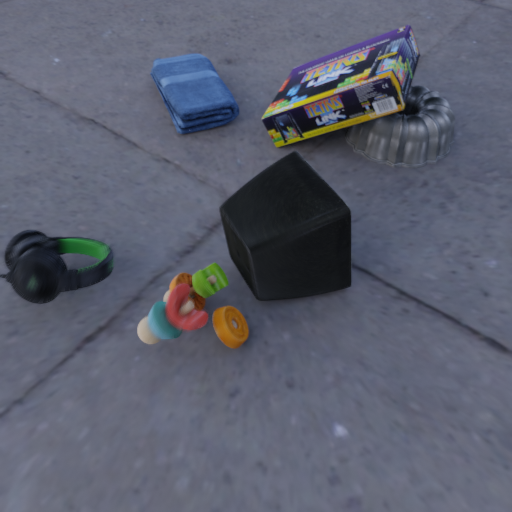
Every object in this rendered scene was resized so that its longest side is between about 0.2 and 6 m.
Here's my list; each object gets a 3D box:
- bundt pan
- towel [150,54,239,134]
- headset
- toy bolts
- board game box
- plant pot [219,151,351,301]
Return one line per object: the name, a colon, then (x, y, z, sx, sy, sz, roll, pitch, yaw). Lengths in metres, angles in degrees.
bundt pan: (3.142, -2.969, 12.133, 2.426, 0.910, 2.426, 0, 46, 0)
towel: (-1.479, -3.881, 13.193, 1.521, 0.661, 2.725, -15, 46, -14)
headset: (-3.449, 0.003, 8.672, 2.395, 1.125, 1.479, -9, 27, -25)
toy bolts: (-1.012, 0.969, 8.340, 1.432, 1.039, 1.499, 60, 27, 4)
board game box: (1.821, -3.593, 11.894, 2.903, 0.823, 2.399, -10, 38, 33)
plant pot: (0.405, -0.319, 8.979, 1.572, 1.772, 1.767, -23, 47, -13)
